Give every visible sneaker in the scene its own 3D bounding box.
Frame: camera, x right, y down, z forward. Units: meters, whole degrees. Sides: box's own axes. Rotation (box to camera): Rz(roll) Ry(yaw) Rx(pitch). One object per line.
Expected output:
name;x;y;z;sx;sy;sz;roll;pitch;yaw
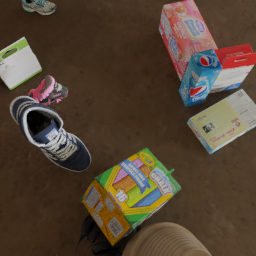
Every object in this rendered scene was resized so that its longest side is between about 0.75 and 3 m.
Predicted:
sneaker;-3.359;-4.634;10.500;1.314;0.567;0.510;5;68;2
sneaker;-2.426;-0.888;8.357;0.837;1.755;0.693;18;62;-40
sneaker;-1.814;0.356;7.238;0.980;1.518;2.797;-48;118;-13

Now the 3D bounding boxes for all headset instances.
headset;-0.779;2.990;7.460;2.327;1.093;1.437;-24;66;-25

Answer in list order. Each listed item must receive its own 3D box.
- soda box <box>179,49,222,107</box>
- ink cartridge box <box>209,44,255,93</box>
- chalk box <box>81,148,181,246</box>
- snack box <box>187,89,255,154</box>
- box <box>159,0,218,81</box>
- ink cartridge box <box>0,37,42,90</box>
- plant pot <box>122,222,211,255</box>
soda box;2.109;-1.426;8.423;0.652;2.031;0.689;-16;69;-6
ink cartridge box;3.103;-1.893;8.641;1.146;1.973;0.664;-11;69;-5
chalk box;0.241;1.610;7.323;2.339;1.460;1.450;-26;68;-39
snack box;3.099;-0.233;8.827;2.120;0.393;1.231;-28;71;-11
box;1.992;-2.980;9.492;1.123;1.218;2.373;-16;68;-6
ink cartridge box;-3.651;-2.178;8.881;1.288;1.742;0.660;-37;73;-14
plant pot;1.212;3.445;6.258;2.687;1.240;2.687;17;58;-29
